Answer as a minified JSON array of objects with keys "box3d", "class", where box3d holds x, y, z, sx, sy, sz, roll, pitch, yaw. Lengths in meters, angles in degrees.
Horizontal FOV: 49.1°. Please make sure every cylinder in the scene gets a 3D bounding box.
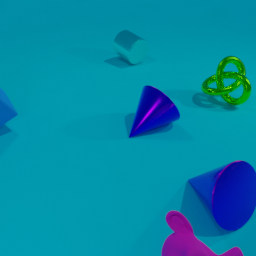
[{"box3d":[0.100,-3.112,10.773,0.998,0.998,0.998,-26,51,-32],"class":"cylinder"}]

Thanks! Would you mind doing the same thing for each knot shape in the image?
[{"box3d":[2.963,-1.445,8.210,1.437,1.344,0.664,20,-2,23],"class":"knot shape"}]

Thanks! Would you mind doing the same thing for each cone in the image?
[{"box3d":[0.444,-0.204,7.160,1.260,1.255,1.255,-47,51,-13],"class":"cone"},{"box3d":[1.557,1.119,5.304,1.217,1.217,1.221,-22,15,-28],"class":"cone"}]

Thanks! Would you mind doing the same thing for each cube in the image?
[{"box3d":[-3.407,-0.558,6.723,0.896,0.896,0.896,-36,68,-7],"class":"cube"}]

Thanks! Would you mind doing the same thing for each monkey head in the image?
[{"box3d":[0.896,1.648,3.494,0.911,1.266,0.763,-19,13,-9],"class":"monkey head"}]
